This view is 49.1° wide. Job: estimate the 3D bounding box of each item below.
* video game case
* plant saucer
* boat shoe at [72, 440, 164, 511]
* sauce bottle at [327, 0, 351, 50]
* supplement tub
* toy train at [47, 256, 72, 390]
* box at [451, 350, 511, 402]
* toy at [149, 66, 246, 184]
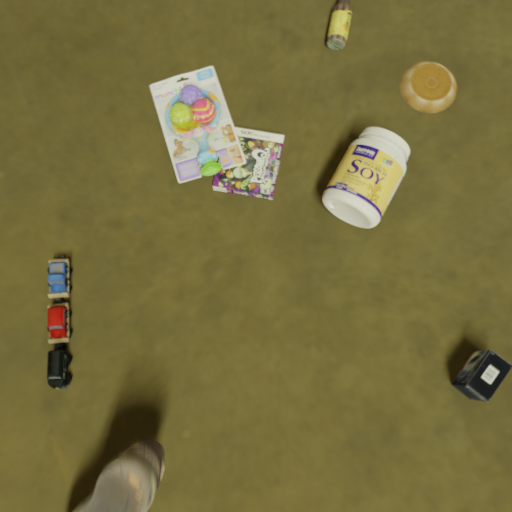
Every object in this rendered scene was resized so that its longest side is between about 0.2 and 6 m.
[{"bbox_3d":[-0.145,-1.896,11.386,1.247,0.246,1.376,11,78,4],"label":"video game case"},{"bbox_3d":[3.654,-3.603,11.788,1.206,0.214,1.206,0,78,0],"label":"plant saucer"},{"bbox_3d":[-2.260,4.125,9.260,1.102,1.084,2.958,41,120,5],"label":"boat shoe"},{"bbox_3d":[1.815,-5.090,12.009,0.422,0.422,1.305,11,80,2],"label":"sauce bottle"},{"bbox_3d":[2.142,-1.504,10.813,1.206,1.206,1.659,28,80,6],"label":"supplement tub"},{"bbox_3d":[-3.726,1.215,10.526,0.435,0.584,2.548,-4,77,-1],"label":"toy train"},{"bbox_3d":[4.081,2.180,10.198,0.500,0.805,0.811,38,80,8],"label":"box"},{"bbox_3d":[-1.238,-2.795,11.312,1.423,0.583,2.471,-17,74,-3],"label":"toy"}]
